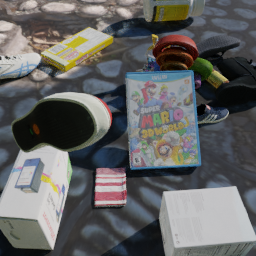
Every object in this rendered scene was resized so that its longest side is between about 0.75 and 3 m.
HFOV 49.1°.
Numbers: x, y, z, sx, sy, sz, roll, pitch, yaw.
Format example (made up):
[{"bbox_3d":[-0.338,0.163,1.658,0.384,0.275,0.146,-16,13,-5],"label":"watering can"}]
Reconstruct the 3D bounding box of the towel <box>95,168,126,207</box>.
[{"bbox_3d":[-0.458,1.529,7.385,0.816,0.129,1.133,-2,46,-1],"label":"towel"}]

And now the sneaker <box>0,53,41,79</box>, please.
[{"bbox_3d":[-4.608,-2.389,10.589,2.690,0.975,0.967,-25,50,-24],"label":"sneaker"}]

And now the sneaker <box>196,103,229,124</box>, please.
[{"bbox_3d":[2.605,-0.528,9.022,1.463,0.618,0.549,-12,47,-12],"label":"sneaker"}]

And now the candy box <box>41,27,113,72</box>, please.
[{"bbox_3d":[-2.121,-3.437,11.983,1.476,0.381,2.887,32,54,24],"label":"candy box"}]

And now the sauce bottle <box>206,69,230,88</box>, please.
[{"bbox_3d":[3.179,-1.905,10.456,0.495,0.495,1.501,-20,47,-18],"label":"sauce bottle"}]

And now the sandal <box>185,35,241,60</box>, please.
[{"bbox_3d":[3.250,-3.171,11.688,2.885,0.618,1.097,-19,42,-5],"label":"sandal"}]

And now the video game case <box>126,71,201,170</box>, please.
[{"bbox_3d":[0.971,-0.253,7.947,1.968,0.245,2.750,-3,82,-2],"label":"video game case"}]

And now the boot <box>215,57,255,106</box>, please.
[{"bbox_3d":[3.808,-1.788,10.066,2.351,0.870,1.926,-7,48,-16],"label":"boot"}]

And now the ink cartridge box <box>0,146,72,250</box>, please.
[{"bbox_3d":[-2.035,1.438,6.456,0.952,1.580,2.175,4,46,4],"label":"ink cartridge box"}]

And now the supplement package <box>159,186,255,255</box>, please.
[{"bbox_3d":[1.596,2.142,6.029,1.611,1.214,1.223,-3,46,-3],"label":"supplement package"}]

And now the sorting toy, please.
[{"bbox_3d":[1.679,-1.825,9.359,1.787,2.973,1.220,-1,73,33],"label":"sorting toy"}]

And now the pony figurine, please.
[{"bbox_3d":[1.241,-2.376,10.356,1.604,1.661,1.383,20,40,-3],"label":"pony figurine"}]

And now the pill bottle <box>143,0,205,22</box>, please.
[{"bbox_3d":[2.217,-6.118,13.729,2.769,1.583,1.583,-5,46,-6],"label":"pill bottle"}]

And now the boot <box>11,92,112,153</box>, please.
[{"bbox_3d":[-0.653,-0.230,4.208,2.072,0.750,1.495,-9,13,47],"label":"boot"}]
